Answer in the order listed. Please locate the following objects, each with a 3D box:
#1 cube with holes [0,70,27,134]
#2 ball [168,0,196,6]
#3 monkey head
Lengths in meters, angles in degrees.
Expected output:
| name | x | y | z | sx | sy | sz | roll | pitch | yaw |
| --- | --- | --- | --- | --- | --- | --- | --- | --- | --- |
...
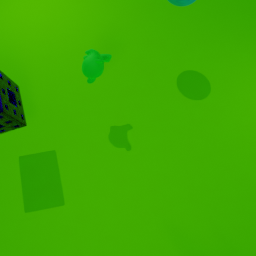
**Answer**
| name | x | y | z | sx | sy | sz | roll | pitch | yaw |
| --- | --- | --- | --- | --- | --- | --- | --- | --- | --- |
| cube with holes | -2.984 | -0.500 | 6.014 | 1.041 | 1.041 | 1.041 | -17 | 75 | 1 |
| ball | 1.384 | -3.634 | 7.049 | 1.053 | 1.053 | 1.053 | 0 | 65 | 0 |
| monkey head | -0.731 | -1.509 | 6.731 | 0.759 | 1.055 | 0.636 | -5 | 71 | -22 |
